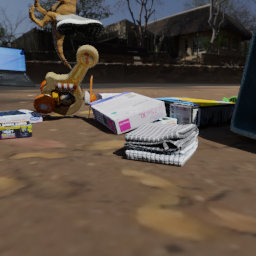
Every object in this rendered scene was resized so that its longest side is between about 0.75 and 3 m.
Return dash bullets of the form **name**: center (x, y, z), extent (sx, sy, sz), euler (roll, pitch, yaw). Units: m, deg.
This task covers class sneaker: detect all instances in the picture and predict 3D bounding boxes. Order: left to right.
- **sneaker**: center (-1.172, -2.561, 6.887), extent (1.278, 0.472, 0.507), euler (-7, 57, -35)

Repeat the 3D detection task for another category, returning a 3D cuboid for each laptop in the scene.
- **laptop**: center (-3.348, -1.749, 7.862), extent (1.214, 0.707, 1.370), euler (-4, 34, -37)

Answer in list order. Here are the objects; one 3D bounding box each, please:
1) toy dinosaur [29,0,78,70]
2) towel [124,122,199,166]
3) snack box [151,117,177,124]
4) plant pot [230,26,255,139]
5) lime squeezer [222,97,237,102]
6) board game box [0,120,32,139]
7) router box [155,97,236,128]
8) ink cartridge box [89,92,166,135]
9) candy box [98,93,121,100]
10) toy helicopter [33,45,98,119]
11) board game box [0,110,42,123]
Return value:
- **toy dinosaur**: center (-1.978, -3.036, 8.009), extent (1.556, 2.930, 0.885), euler (16, 30, -15)
- **towel**: center (0.663, 0.220, 5.337), extent (1.118, 0.578, 1.350), euler (5, 12, 26)
- **snack box**: center (0.627, -0.202, 8.340), extent (0.867, 0.277, 1.492), euler (-8, 13, -35)
- **plant pot**: center (4.231, -0.778, 5.766), extent (2.669, 2.620, 2.613), euler (9, 9, -11)
- **lime squeezer**: center (4.487, -0.952, 12.146), extent (2.959, 0.558, 1.045), euler (-4, 42, -24)
- **board game box**: center (-2.997, 0.042, 7.000), extent (1.094, 0.310, 0.905), euler (-4, 10, -21)
- **router box**: center (1.889, -0.576, 9.154), extent (2.021, 0.692, 2.710), euler (-6, 13, -30)
- **ink cartridge box**: center (-0.137, -0.544, 8.312), extent (1.493, 0.525, 2.502), euler (-21, 23, -18)
- **candy box**: center (-0.778, -1.434, 14.059), extent (1.280, 0.546, 1.526), euler (-2, 11, -12)
- **toy helicopter**: center (-1.647, -1.367, 8.872), extent (1.852, 2.801, 1.105), euler (25, 39, -20)
- **board game box**: center (-3.711, -0.336, 8.988), extent (1.405, 0.290, 1.409), euler (-9, 14, -39)
